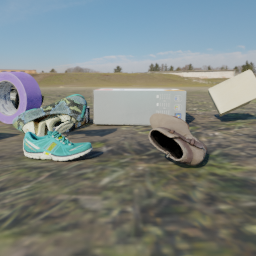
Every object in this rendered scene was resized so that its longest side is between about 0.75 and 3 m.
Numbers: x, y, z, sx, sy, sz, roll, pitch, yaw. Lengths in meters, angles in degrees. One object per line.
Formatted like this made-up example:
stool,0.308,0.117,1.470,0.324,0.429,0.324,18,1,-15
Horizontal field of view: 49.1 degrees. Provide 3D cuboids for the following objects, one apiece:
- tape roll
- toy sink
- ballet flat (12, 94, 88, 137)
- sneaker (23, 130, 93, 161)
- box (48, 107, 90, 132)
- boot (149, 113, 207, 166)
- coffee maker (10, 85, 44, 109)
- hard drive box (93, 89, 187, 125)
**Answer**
tape roll,-3.738,-1.007,9.242,1.678,1.678,0.713,4,12,23
toy sink,3.519,-1.122,9.250,1.436,0.936,0.805,-27,-12,13
ballet flat,-1.941,-0.132,6.671,2.209,0.820,0.820,-20,0,27
sneaker,-1.314,0.311,5.157,1.330,0.530,0.515,2,10,7
box,-1.947,-0.318,8.620,1.053,0.543,1.806,2,10,12
boot,0.708,0.120,4.907,1.519,0.534,1.111,33,17,34
coffee maker,-4.844,-1.097,11.818,1.791,1.207,1.721,5,-7,19
hard drive box,0.370,-0.779,9.612,2.873,1.103,2.239,0,9,0
